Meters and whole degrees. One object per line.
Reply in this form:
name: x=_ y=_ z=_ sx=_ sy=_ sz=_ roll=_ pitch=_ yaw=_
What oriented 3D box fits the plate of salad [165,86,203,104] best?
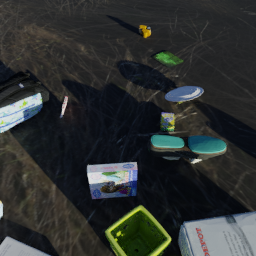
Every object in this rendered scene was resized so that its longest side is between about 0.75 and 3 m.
plate of salad: x=2.422 y=-1.415 z=12.090 sx=1.648 sy=0.396 sz=1.648 roll=-12 pitch=26 yaw=6

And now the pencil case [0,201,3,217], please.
pencil case: x=-5.204 y=2.289 z=8.062 sx=2.990 sy=1.243 sz=1.356 roll=11 pitch=32 yaw=10

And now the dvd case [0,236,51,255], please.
dvd case: x=-2.827 y=3.807 z=7.323 sx=1.916 sy=0.168 sz=1.367 roll=16 pitch=48 yaw=15

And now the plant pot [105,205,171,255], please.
plant pot: x=0.244 y=3.049 z=7.383 sx=1.256 sy=1.140 sz=1.250 roll=-29 pitch=53 yaw=-25

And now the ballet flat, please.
ballet flat: x=2.009 y=0.728 z=9.797 sx=2.654 sy=0.908 sz=0.903 roll=6 pitch=46 yaw=5

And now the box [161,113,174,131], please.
box: x=1.585 y=-0.241 z=11.238 sx=0.526 sy=0.217 sz=0.896 roll=4 pitch=47 yaw=4

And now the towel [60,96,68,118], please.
towel: x=-2.664 y=-0.861 z=11.571 sx=0.121 sy=0.594 sz=0.812 roll=15 pitch=45 yaw=-10

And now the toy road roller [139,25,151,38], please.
toy road roller: x=0.948 y=-5.575 z=16.263 sx=0.779 sy=0.479 sz=0.568 roll=19 pitch=60 yaw=17

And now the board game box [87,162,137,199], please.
board game box: x=-0.453 y=1.632 z=8.557 sx=1.443 sy=1.446 sz=0.298 roll=-4 pitch=46 yaw=-3

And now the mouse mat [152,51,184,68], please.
mouse mat: x=2.083 y=-3.600 z=14.627 sx=1.126 sy=0.053 sz=1.400 roll=-29 pitch=52 yaw=-25

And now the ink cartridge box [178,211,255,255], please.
ink cartridge box: x=2.944 y=3.366 z=7.006 sx=2.934 sy=1.219 sz=2.151 roll=-5 pitch=46 yaw=-5

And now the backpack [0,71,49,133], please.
backpack: x=-4.723 y=-0.977 z=11.032 sx=2.027 sy=1.911 sz=2.485 roll=34 pitch=38 yaw=22
